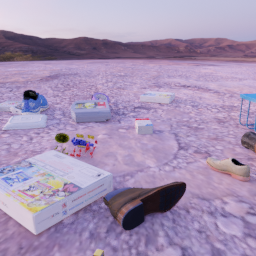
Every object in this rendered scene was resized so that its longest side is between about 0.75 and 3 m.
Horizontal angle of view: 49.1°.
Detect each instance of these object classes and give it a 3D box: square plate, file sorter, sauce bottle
[{"bbox_3d":[-4.486,-0.309,12.382,1.715,0.246,1.732,-3,18,-11],"label":"square plate"},{"bbox_3d":[5.679,-0.483,10.994,1.608,1.422,2.317,-3,19,-10],"label":"file sorter"},{"bbox_3d":[4.299,0.782,7.900,0.918,0.918,2.837,-4,18,-12],"label":"sauce bottle"}]

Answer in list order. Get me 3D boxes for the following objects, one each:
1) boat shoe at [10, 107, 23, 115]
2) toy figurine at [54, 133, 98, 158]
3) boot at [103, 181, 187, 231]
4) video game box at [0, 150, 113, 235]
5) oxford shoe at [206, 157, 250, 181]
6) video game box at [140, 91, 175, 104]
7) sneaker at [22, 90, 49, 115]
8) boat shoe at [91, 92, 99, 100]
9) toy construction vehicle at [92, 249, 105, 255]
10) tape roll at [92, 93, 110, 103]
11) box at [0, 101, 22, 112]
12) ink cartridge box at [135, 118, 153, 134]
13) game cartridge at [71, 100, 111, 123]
[{"bbox_3d":[-5.542,-0.896,14.083,0.896,0.321,0.304,13,22,28],"label":"boat shoe"},{"bbox_3d":[-1.663,0.611,9.363,1.425,0.752,0.854,5,-10,7],"label":"toy figurine"},{"bbox_3d":[0.382,1.453,6.161,1.891,0.707,0.917,-15,25,-34],"label":"boot"},{"bbox_3d":[-1.959,1.342,6.732,2.408,0.564,2.194,14,20,38],"label":"video game box"},{"bbox_3d":[2.807,1.009,7.852,0.477,0.497,1.347,-15,23,-40],"label":"oxford shoe"},{"bbox_3d":[1.820,-1.867,16.935,1.780,0.417,1.621,7,17,20],"label":"video game box"},{"bbox_3d":[-4.720,-1.419,14.305,1.037,1.178,2.641,-1,17,-4],"label":"sneaker"},{"bbox_3d":[-1.922,-1.835,16.516,0.487,0.597,1.419,10,15,-5],"label":"boat shoe"},{"bbox_3d":[-0.342,2.263,4.179,0.895,0.362,1.028,7,19,20],"label":"toy construction vehicle"},{"bbox_3d":[-1.516,-1.598,15.682,0.928,0.304,0.928,13,38,-11],"label":"tape roll"},{"bbox_3d":[-6.289,-1.184,15.013,1.126,0.297,1.445,2,19,6],"label":"box"},{"bbox_3d":[0.637,-0.090,11.477,0.634,0.367,1.091,-1,18,-4],"label":"ink cartridge box"},{"bbox_3d":[-1.856,-0.891,13.786,1.873,0.575,2.813,-6,18,-6],"label":"game cartridge"}]
